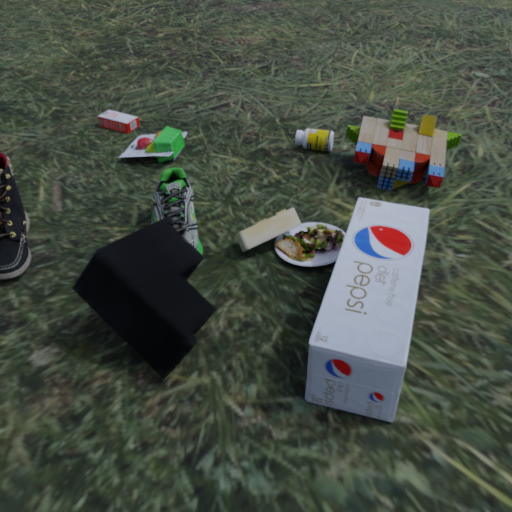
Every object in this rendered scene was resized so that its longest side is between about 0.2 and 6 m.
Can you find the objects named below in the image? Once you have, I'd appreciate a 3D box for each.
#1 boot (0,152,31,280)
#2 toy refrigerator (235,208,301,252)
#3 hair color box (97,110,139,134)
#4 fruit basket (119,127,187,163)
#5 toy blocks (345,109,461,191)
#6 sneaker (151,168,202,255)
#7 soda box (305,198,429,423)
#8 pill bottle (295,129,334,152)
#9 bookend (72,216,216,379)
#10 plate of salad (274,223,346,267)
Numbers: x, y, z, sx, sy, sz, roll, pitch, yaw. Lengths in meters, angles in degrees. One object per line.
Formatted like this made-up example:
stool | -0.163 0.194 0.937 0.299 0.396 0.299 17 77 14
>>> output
boot | -5.224 -0.852 11.428 0.900 1.851 2.459 -7 38 -10
toy refrigerator | 0.244 -0.571 11.893 1.305 0.457 0.495 -25 0 -14
hair color box | -4.116 -4.018 16.747 1.112 0.341 0.565 19 42 22
fruit basket | -2.781 -2.984 15.307 1.522 0.714 1.410 -4 35 20
toy blocks | 3.584 -2.476 14.139 2.880 1.439 1.969 13 52 8
sneaker | -1.822 -0.832 11.893 1.161 1.268 2.976 -7 39 -9
soda box | 2.063 0.687 9.854 1.454 1.359 4.270 11 40 15
pill bottle | 1.617 -3.230 15.559 1.015 0.565 0.565 9 39 11
bookend | -1.583 0.610 9.830 2.160 1.001 2.174 43 30 4
plate of salad | 1.178 -0.325 11.884 1.592 0.382 1.592 -4 36 3
